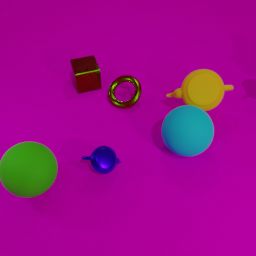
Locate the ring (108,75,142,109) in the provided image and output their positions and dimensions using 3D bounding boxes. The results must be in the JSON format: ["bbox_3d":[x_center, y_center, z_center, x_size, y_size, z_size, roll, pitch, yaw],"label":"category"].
[{"bbox_3d":[-0.108,-1.169,8.991,1.132,0.226,1.132,-5,75,17],"label":"ring"}]

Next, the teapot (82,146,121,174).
[{"bbox_3d":[-0.636,0.839,7.341,1.175,0.576,0.731,9,78,-26],"label":"teapot"}]

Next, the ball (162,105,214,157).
[{"bbox_3d":[1.593,0.078,7.533,1.373,1.373,1.373,0,52,0],"label":"ball"}]

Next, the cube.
[{"bbox_3d":[-1.401,-1.795,9.368,0.832,0.832,0.832,-14,53,-12],"label":"cube"}]

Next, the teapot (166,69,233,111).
[{"bbox_3d":[2.116,-1.089,8.301,1.955,0.957,1.215,-6,91,8],"label":"teapot"}]

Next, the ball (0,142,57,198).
[{"bbox_3d":[-2.389,0.995,6.766,1.330,1.330,1.330,0,52,0],"label":"ball"}]
